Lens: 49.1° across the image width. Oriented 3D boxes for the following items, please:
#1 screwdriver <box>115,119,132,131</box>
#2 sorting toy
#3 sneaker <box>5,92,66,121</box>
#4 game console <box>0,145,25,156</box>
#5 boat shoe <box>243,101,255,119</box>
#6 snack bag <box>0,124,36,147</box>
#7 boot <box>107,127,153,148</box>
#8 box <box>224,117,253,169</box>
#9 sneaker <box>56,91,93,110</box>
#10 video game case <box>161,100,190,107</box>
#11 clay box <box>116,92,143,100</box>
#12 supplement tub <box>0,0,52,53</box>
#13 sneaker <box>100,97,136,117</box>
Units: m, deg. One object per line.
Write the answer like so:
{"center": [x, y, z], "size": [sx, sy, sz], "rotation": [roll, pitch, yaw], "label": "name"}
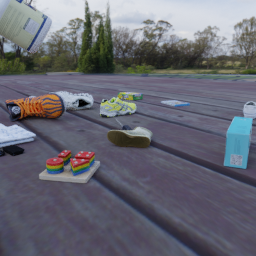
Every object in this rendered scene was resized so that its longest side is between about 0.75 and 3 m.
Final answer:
{"center": [-0.163, -0.072, 9.263], "size": [0.264, 0.253, 1.811], "rotation": [29, 5, -17], "label": "screwdriver"}
{"center": [-1.153, 0.738, 5.676], "size": [0.951, 0.331, 0.945], "rotation": [3, 14, 10], "label": "sorting toy"}
{"center": [-3.616, -0.689, 10.583], "size": [2.676, 1.038, 1.499], "rotation": [-2, 13, 40], "label": "sneaker"}
{"center": [-3.013, 0.600, 6.729], "size": [0.543, 0.111, 0.921], "rotation": [12, 19, 41], "label": "game console"}
{"center": [5.101, -0.806, 11.517], "size": [0.647, 0.588, 1.760], "rotation": [5, 14, 20], "label": "boat shoe"}
{"center": [-4.285, 0.221, 7.948], "size": [2.411, 0.274, 2.557], "rotation": [-13, 18, -41], "label": "snack bag"}
{"center": [0.075, 0.206, 7.704], "size": [1.170, 0.422, 0.905], "rotation": [8, 16, 9], "label": "boot"}
{"center": [2.654, 0.275, 6.657], "size": [0.461, 0.773, 1.878], "rotation": [6, 15, 24], "label": "box"}
{"center": [-2.687, -1.202, 12.904], "size": [2.210, 0.830, 0.896], "rotation": [-3, 22, -10], "label": "sneaker"}
{"center": [2.437, -1.278, 14.498], "size": [0.915, 0.114, 1.279], "rotation": [-6, 15, -26], "label": "video game case"}
{"center": [0.057, -1.904, 16.559], "size": [0.852, 0.353, 1.483], "rotation": [-12, 19, -43], "label": "clay box"}
{"center": [-4.031, -3.881, 10.178], "size": [2.108, 1.528, 1.528], "rotation": [29, 0, -27], "label": "supplement tub"}
{"center": [-0.336, -0.916, 11.681], "size": [0.723, 0.732, 1.917], "rotation": [10, 16, 41], "label": "sneaker"}
